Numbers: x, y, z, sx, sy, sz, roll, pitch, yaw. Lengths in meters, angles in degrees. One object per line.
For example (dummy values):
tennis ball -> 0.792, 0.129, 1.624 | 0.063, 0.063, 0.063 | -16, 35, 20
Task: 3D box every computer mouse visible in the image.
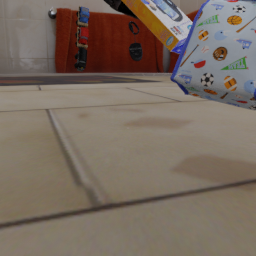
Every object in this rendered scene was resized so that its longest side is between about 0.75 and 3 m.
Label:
computer mouse -> 0.259, -3.385, 10.990 | 0.519, 1.770, 0.301 | -5, -17, -2

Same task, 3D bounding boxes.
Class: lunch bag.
lunch bag -> 1.859, -1.368, 4.908 | 1.551, 1.825, 1.130 | 17, -4, 30

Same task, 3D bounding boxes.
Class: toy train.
toy train -> -1.603, -3.206, 9.794 | 0.422, 2.476, 0.567 | 5, -13, -25

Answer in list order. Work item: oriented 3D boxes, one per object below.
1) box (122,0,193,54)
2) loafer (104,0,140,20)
box -> 1.130, -3.351, 8.574 | 2.543, 0.528, 1.514 | 47, 46, 7
loafer -> -0.150, -4.692, 10.665 | 2.002, 0.719, 0.630 | 25, 60, 11
